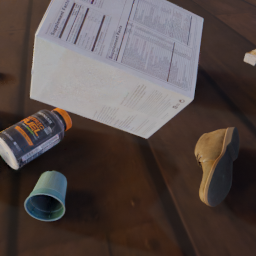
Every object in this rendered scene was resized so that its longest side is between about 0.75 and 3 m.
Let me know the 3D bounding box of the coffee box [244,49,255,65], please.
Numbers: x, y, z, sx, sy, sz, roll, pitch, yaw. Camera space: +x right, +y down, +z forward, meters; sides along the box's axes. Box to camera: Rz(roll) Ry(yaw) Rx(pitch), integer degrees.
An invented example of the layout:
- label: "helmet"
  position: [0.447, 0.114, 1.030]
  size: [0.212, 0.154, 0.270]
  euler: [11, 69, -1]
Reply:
- label: "coffee box"
  position: [5.337, -2.961, 11.590]
  size: [0.932, 0.372, 0.533]
  euler: [-25, 47, -26]

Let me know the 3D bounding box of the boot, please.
- label: "boot"
  position: [2.082, 0.919, 6.985]
  size: [0.936, 0.913, 2.480]
  euler: [-4, 34, 35]

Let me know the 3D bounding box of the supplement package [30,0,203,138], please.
- label: "supplement package"
  position: [-0.274, -1.450, 5.840]
  size: [2.792, 2.119, 2.103]
  euler: [20, 63, -13]

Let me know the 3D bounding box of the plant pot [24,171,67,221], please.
- label: "plant pot"
  position: [-1.749, 1.453, 6.234]
  size: [0.852, 0.852, 0.834]
  euler: [0, 34, 0]

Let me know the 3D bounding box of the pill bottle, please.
- label: "pill bottle"
  position: [-2.443, 0.166, 7.504]
  size: [1.023, 1.023, 1.927]
  euler: [29, 48, 29]
